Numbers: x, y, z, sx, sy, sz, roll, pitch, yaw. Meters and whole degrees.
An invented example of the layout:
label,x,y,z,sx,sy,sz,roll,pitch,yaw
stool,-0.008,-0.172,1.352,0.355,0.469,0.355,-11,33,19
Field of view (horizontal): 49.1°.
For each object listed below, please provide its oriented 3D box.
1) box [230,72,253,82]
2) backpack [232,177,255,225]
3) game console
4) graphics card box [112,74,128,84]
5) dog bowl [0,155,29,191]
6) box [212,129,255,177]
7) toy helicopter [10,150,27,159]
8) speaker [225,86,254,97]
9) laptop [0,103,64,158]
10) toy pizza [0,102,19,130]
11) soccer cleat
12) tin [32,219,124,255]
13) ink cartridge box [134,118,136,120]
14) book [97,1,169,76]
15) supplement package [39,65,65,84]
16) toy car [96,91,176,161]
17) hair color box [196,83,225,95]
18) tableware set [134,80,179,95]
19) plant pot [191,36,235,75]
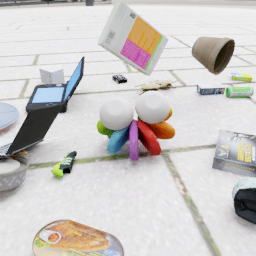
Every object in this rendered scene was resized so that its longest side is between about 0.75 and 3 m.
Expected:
label,x,y,z,sx,sy,sz,roll,pitch,yaw
box,6.321,-2.871,15.691,1.137,0.271,0.693,7,31,13
backpack,3.336,1.804,6.839,1.514,1.264,0.958,7,11,18
game console,-3.263,-2.089,12.874,2.620,1.734,2.980,-3,30,-5
graphics card box,-0.459,-2.715,15.466,0.564,0.229,0.900,-14,31,-23
dog bowl,-3.734,1.225,7.845,1.836,0.538,1.836,5,11,-1
box,3.642,0.770,9.179,1.489,0.454,1.880,12,31,19
toy helicopter,-3.429,0.802,8.753,0.602,0.359,0.910,2,-8,-39
speaker,5.373,-1.752,13.509,1.222,0.541,0.541,-1,30,-2
laptop,-3.526,-0.007,8.840,2.368,1.372,2.217,1,9,11
toy pizza,-5.718,-0.312,11.097,2.708,0.429,2.708,1,30,-1
soccer cleat,-1.875,1.133,8.700,0.493,0.411,1.217,30,35,9
tin,-1.069,2.654,5.994,2.053,0.430,1.150,12,28,20
ink cartridge box,0.584,-0.030,10.770,1.054,0.267,1.196,-18,34,-30
book,0.244,-3.447,11.159,2.655,1.774,0.638,26,-3,-38
supplement package,-4.086,-2.836,15.088,1.073,0.808,0.814,23,37,34
toy car,0.292,0.104,9.102,2.559,2.239,1.919,-10,69,-1
hair color box,4.126,-1.945,13.976,1.242,0.376,0.621,-3,30,-6
tableware set,1.500,-2.057,14.168,1.406,0.426,2.128,10,23,40
plant pot,3.582,-3.296,12.114,1.599,1.599,1.388,-26,49,-37
